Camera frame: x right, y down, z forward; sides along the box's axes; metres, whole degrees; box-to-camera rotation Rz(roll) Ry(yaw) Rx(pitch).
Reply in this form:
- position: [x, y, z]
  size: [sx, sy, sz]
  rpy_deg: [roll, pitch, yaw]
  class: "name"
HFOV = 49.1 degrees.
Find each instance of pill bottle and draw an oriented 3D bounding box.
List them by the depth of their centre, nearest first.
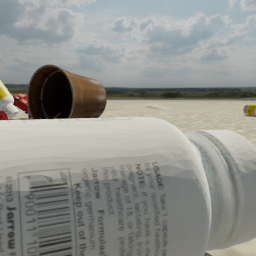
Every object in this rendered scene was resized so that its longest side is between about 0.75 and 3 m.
- position: [-0.090, 0.437, 1.667]
  size: [1.752, 1.002, 1.002]
  rpy_deg: [-3, 7, -23]
  class: "pill bottle"
- position: [-5.040, -1.181, 10.606]
  size: [1.056, 1.898, 1.056]
  rpy_deg: [-36, 3, 2]
  class: "pill bottle"
- position: [6.555, -0.921, 14.426]
  size: [0.584, 0.584, 1.120]
  rpy_deg: [-3, 8, -24]
  class: "pill bottle"

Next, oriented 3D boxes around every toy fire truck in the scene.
- position: [-4.303, -1.064, 13.223]
  size: [1.955, 0.477, 1.379]
  rpy_deg: [32, 31, 6]
  class: "toy fire truck"

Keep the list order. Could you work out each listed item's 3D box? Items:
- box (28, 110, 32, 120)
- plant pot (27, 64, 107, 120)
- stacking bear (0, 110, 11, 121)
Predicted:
- position: [-3.282, -0.690, 11.450]
  size: [1.530, 0.386, 2.140]
  rpy_deg: [-5, -5, -21]
  class: "box"
- position: [-1.859, -0.953, 9.153]
  size: [1.994, 1.994, 1.974]
  rpy_deg: [4, 6, 31]
  class: "plant pot"
- position: [-3.151, -0.013, 7.098]
  size: [0.631, 0.674, 1.109]
  rpy_deg: [-44, 12, -14]
  class: "stacking bear"
